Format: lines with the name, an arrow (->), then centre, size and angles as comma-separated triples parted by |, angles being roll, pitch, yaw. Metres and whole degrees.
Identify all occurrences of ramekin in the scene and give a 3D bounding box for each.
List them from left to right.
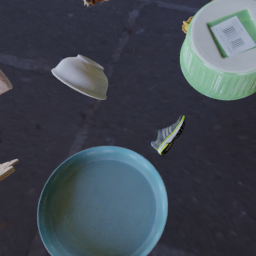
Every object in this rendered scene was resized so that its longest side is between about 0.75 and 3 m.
ramekin -> 1.998, -1.590, 5.480 | 1.896, 0.926, 1.896 | -2, 75, 8

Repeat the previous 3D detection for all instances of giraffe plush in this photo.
giraffe plush -> 1.722, -2.540, 7.053 | 0.657, 0.699, 0.810 | 21, 55, 18

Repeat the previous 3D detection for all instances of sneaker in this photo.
sneaker -> 0.799, 0.081, 5.496 | 0.372, 0.340, 0.920 | 34, 76, 23

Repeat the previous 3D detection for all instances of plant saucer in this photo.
plant saucer -> -0.529, 1.662, 6.025 | 2.754, 0.377, 2.754 | -3, 57, 5

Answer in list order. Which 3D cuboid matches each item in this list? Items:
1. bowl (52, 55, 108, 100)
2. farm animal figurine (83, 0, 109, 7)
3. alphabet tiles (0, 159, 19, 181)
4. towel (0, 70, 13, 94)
bowl -> -1.084, -1.387, 7.124 | 1.530, 1.530, 0.687 | 35, 104, 18
farm animal figurine -> -0.907, -2.992, 6.197 | 0.882, 0.460, 0.872 | 32, 38, -3
alphabet tiles -> -1.952, 0.738, 3.658 | 1.034, 0.075, 1.012 | -17, 16, 33
towel -> -3.176, -1.001, 5.483 | 1.259, 1.319, 0.213 | -29, 50, -6
